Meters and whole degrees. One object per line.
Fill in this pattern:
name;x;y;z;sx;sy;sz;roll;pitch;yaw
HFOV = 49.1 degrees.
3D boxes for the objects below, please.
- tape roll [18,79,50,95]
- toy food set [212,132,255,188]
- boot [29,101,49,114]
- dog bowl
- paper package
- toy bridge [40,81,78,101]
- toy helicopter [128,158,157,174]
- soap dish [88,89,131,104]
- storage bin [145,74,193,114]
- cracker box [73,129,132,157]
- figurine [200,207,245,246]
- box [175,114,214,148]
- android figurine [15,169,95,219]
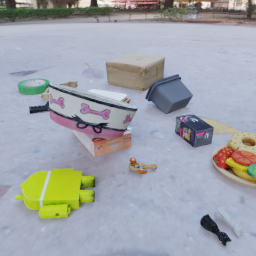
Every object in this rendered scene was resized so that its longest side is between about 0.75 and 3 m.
tape roll;-5.260;-2.343;15.712;1.721;0.414;1.721;1;27;0
toy food set;3.941;1.003;8.778;2.521;0.613;2.495;-18;32;-32
boot;-4.125;-0.980;13.138;0.990;0.325;0.816;-13;27;-15
dog bowl;-1.155;-0.518;8.655;2.790;1.029;2.790;15;8;-2
paper package;0.498;-3.462;16.770;2.703;1.467;2.836;16;31;28
toy bridge;-3.874;-2.103;15.293;0.884;0.358;2.631;10;28;25
toy helicopter;0.474;1.222;8.667;0.919;0.362;0.608;1;25;-11
soap dish;-1.170;-1.031;12.578;2.128;0.864;1.674;12;29;22
storage bin;1.976;-1.453;13.155;1.955;1.423;1.313;-21;61;-36
cracker box;-1.028;0.152;10.454;1.475;0.635;2.203;-15;31;-26
figurine;2.237;2.311;6.567;0.784;0.338;0.765;-15;38;-29
box;2.464;0.067;10.546;0.816;0.708;1.334;-11;29;-21
android figurine;-1.941;1.686;7.627;2.087;0.428;1.899;-2;27;-6
